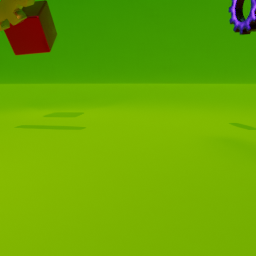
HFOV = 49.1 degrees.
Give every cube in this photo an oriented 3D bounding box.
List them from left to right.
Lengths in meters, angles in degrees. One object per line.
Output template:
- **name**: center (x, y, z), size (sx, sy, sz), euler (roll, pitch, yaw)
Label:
- **cube**: center (-2.979, -3.062, 8.580), size (1.154, 1.154, 1.154), euler (-4, 46, 5)

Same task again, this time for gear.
- **gear**: center (-2.828, -2.966, 5.567), size (1.923, 1.923, 0.356), euler (2, 31, 11)
- **gear**: center (2.564, -2.610, 6.047), size (0.206, 1.114, 1.114), euler (-7, 11, -10)
